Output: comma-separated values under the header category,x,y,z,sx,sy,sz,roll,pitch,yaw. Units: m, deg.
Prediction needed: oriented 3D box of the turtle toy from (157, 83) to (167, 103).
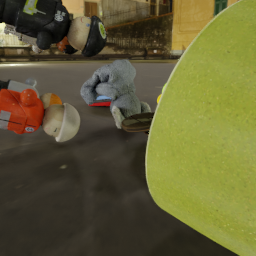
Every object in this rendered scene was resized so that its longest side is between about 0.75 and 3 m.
category,x,y,z,sx,sy,sz,roll,pitch,yaw
turtle toy,1.127,-0.383,5.288,1.551,0.784,1.131,19,32,-44

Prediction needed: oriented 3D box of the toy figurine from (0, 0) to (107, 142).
category,x,y,z,sx,sy,sz,roll,pitch,yaw
toy figurine,-1.967,-1.353,6.435,2.082,2.993,2.946,13,7,-22

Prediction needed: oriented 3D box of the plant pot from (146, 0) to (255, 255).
category,x,y,z,sx,sy,sz,roll,pitch,yaw
plant pot,1.821,0.402,2.109,2.336,2.336,2.496,-12,32,-38

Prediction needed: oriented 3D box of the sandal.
category,x,y,z,sx,sy,sz,roll,pitch,yaw
sandal,0.821,-0.028,6.213,1.914,0.523,0.782,-5,22,-14

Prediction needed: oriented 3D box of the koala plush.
category,x,y,z,sx,sy,sz,roll,pitch,yaw
koala plush,-0.181,-0.775,7.365,1.435,1.618,1.487,-13,-20,-41

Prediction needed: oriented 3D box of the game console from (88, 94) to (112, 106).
category,x,y,z,sx,sy,sz,roll,pitch,yaw
game console,-0.581,-1.113,10.346,1.474,0.259,1.667,-1,18,7
